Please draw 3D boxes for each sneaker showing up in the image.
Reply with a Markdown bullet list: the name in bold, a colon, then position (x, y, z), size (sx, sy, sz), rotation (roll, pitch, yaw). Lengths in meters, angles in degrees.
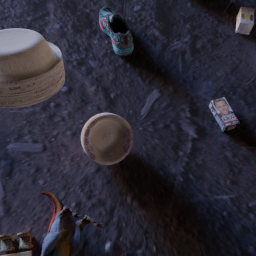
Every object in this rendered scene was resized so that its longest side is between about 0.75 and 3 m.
- **sneaker**: position (-0.405, -3.981, 10.673), size (0.980, 1.181, 2.471), rotation (-22, 63, -12)

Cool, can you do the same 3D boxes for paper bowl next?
- **paper bowl**: position (-0.645, 0.292, 8.282), size (1.489, 0.774, 1.489), rotation (-2, 97, -18)
- **paper bowl**: position (-2.837, -1.650, 7.052), size (2.356, 1.225, 2.356), rotation (0, 42, 0)

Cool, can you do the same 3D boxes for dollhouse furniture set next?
- **dollhouse furniture set**: position (-3.121, 3.285, 6.677), size (1.552, 1.031, 1.360), rotation (-7, 61, -4)

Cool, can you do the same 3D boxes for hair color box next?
- **hair color box**: position (3.140, -0.451, 9.186), size (0.535, 0.324, 1.070), rotation (-17, 62, -9)

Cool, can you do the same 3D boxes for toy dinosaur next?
- **toy dinosaur**: position (-1.666, 3.421, 6.878), size (2.984, 1.567, 2.708), rotation (13, 70, 52)

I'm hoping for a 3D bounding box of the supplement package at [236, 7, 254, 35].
- **supplement package**: position (4.697, -4.302, 11.228), size (0.550, 0.530, 0.967), rotation (12, 62, 6)
